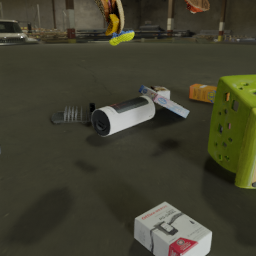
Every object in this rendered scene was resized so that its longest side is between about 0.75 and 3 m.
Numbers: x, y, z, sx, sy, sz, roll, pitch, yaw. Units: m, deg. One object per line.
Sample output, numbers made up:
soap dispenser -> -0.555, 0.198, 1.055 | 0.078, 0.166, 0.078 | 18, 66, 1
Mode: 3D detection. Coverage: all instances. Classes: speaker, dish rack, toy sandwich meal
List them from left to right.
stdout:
dish rack -> -2.088, -0.563, 10.856 | 1.687, 0.460, 1.294 | -3, 20, -6
toy sandwich meal -> -0.555, -3.030, 7.092 | 0.501, 1.462, 1.462 | -23, 26, -12
speaker -> -0.120, -0.461, 9.913 | 0.961, 0.961, 2.366 | 19, 28, 40

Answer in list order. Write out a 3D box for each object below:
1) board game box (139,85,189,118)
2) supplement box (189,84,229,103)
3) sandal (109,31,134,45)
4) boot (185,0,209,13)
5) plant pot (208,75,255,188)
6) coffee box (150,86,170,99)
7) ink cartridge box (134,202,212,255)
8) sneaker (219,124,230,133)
board game box -> 1.421, -1.088, 11.321 | 1.628, 0.353, 1.620 | 25, 9, -26
supplement box -> 3.915, -1.601, 13.251 | 1.975, 0.657, 0.680 | 16, 26, 36
sandal -> -0.201, -2.848, 8.596 | 0.867, 0.377, 0.345 | -6, -18, 30
boot -> 2.301, -4.470, 10.087 | 1.258, 0.472, 0.674 | 6, -1, -43
plant pot -> 3.414, 0.126, 6.688 | 2.310, 2.299, 2.097 | -1, 27, -1
coffee box -> 1.573, -1.744, 13.894 | 0.643, 0.454, 1.138 | -5, 22, -13
ink cartridge box -> 0.725, 1.798, 4.733 | 0.780, 0.448, 1.073 | -16, 27, -36
sneaker -> 3.709, -0.172, 9.713 | 1.748, 0.691, 0.834 | -16, 15, -38
